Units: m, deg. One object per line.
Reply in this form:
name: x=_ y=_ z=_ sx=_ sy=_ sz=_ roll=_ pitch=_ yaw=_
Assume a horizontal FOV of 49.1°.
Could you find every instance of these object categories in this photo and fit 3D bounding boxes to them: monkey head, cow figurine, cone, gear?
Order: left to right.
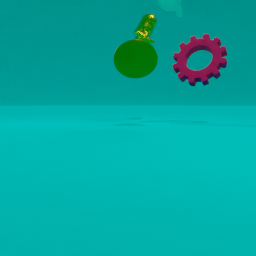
cone: x=0.223 y=-2.357 z=8.344 sx=1.255 sy=1.255 sz=1.260 roll=0 pitch=45 yaw=1
cow figurine: x=0.715 y=-3.882 z=11.102 sx=0.813 sy=1.481 sz=1.457 roll=26 pitch=6 yaw=-17
monkey head: x=1.403 y=-4.062 z=8.613 sx=1.368 sy=0.824 sz=0.984 roll=25 pitch=-5 yaw=-38
gear: x=2.500 y=-2.381 z=9.816 sx=1.834 sy=1.834 sz=0.339 roll=2 pitch=-15 yaw=27
